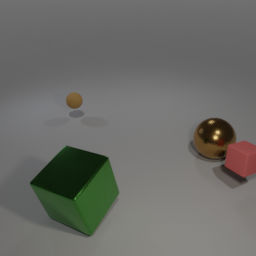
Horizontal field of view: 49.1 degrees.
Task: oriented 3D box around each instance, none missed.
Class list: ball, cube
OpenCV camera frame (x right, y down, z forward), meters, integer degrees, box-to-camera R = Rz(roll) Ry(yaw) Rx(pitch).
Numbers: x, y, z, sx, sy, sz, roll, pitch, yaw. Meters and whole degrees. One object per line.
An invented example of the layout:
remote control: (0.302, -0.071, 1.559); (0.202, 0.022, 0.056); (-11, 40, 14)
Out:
ball: (-2.275, -1.162, 11.873); (0.700, 0.700, 0.700); (0, 29, 0)
ball: (2.917, 0.348, 9.464); (1.400, 1.400, 1.400); (0, 29, 0)
cube: (-1.254, 1.505, 6.989); (1.400, 1.400, 1.400); (11, 43, 29)
cube: (3.260, 0.848, 7.849); (0.700, 0.700, 0.700); (-11, 25, -26)
